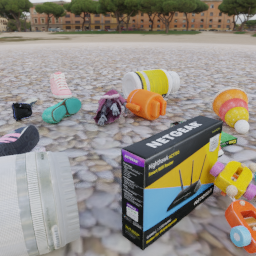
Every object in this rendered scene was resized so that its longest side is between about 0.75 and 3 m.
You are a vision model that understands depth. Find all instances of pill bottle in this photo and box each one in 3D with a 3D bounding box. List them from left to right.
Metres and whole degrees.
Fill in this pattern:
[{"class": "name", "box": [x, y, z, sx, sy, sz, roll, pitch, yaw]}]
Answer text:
[{"class": "pill bottle", "box": [1.260, -2.236, 14.530, 2.848, 1.585, 1.585, -13, 25, -29]}]

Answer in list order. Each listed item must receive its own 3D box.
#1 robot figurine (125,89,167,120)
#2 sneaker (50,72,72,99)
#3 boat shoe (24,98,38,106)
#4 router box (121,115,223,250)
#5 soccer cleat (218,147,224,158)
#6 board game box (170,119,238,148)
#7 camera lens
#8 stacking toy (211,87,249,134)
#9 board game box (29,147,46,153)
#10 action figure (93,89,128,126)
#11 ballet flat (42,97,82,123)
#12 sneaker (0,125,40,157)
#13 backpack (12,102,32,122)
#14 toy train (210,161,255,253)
[{"class": "robot figurine", "box": [0.761, -1.046, 12.146, 2.025, 1.181, 1.456, 25, 69, 45]}, {"class": "sneaker", "box": [-3.781, -2.410, 15.478, 0.894, 1.241, 2.374, -9, 24, -26]}, {"class": "boat shoe", "box": [-4.733, -1.189, 13.635, 0.374, 0.309, 1.000, 6, 25, 10]}, {"class": "router box", "box": [0.985, 0.996, 5.922, 0.671, 1.960, 2.628, 20, 30, 41]}, {"class": "soccer cleat", "box": [1.691, 0.788, 7.453, 1.599, 0.585, 0.545, -29, -12, 24]}, {"class": "board game box", "box": [2.714, 0.170, 10.319, 1.199, 0.269, 2.289, -9, 23, -26]}, {"class": "camera lens", "box": [-2.151, 1.422, 5.006, 2.291, 1.832, 1.832, -8, 23, -17]}, {"class": "stacking toy", "box": [4.228, -0.500, 11.075, 1.508, 1.508, 2.064, 1, 41, 2]}, {"class": "board game box", "box": [-3.526, 0.954, 8.193, 1.600, 0.349, 1.608, 7, 23, 13]}, {"class": "action figure", "box": [-0.844, -1.126, 11.885, 1.511, 1.680, 2.256, -3, 35, 8]}, {"class": "ballet flat", "box": [-2.908, -0.811, 12.109, 0.831, 0.795, 2.361, -3, 18, 22]}, {"class": "sneaker", "box": [-3.387, 0.659, 7.710, 0.940, 0.804, 2.291, -12, 17, 20]}, {"class": "backpack", "box": [-4.527, -0.725, 11.978, 0.778, 0.817, 0.629, -10, 10, -31]}, {"class": "toy train", "box": [2.866, 1.656, 6.003, 2.926, 0.814, 2.198, -3, 42, -29]}]
